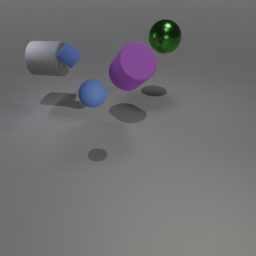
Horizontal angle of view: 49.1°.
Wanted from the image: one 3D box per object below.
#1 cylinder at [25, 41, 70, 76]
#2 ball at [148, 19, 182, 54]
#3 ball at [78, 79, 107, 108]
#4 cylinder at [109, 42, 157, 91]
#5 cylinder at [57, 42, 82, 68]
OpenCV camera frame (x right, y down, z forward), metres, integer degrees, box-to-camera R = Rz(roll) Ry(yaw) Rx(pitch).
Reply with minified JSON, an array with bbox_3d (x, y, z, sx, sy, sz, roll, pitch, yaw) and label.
[{"bbox_3d":[-3.310,-2.899,11.717,1.400,1.400,1.400,4,30,12],"label":"cylinder"},{"bbox_3d":[1.576,-3.891,11.956,1.400,1.400,1.400,0,29,0],"label":"ball"},{"bbox_3d":[-0.876,-0.854,6.944,0.700,0.700,0.700,0,29,0],"label":"ball"},{"bbox_3d":[0.142,-2.214,10.276,1.400,1.400,1.400,-13,-4,-21],"label":"cylinder"},{"bbox_3d":[-2.252,-2.785,10.742,0.700,0.700,0.700,37,23,-19],"label":"cylinder"}]
